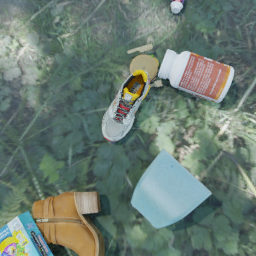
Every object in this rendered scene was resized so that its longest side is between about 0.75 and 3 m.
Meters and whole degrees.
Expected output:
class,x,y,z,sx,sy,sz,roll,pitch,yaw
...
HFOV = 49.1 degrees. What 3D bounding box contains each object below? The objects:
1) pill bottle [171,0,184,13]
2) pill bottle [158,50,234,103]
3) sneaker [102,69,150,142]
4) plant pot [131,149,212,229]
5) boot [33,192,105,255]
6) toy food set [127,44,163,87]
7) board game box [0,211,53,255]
class,x,y,z,sx,sy,sz,roll,pitch,yaw
pill bottle,2.044,-5.215,11.526,0.499,0.499,0.887,13,77,3
pill bottle,2.453,-1.982,10.338,2.487,1.395,1.395,21,78,4
sneaker,-0.134,-0.887,10.155,1.131,1.193,2.905,25,85,5
plant pot,1.177,2.100,9.231,1.954,1.948,1.990,44,88,9
boot,-2.003,3.595,9.179,2.285,1.129,2.943,-8,75,2
toy food set,0.657,-2.335,11.011,1.165,0.339,1.688,-14,88,3
board game box,-3.375,4.193,9.004,1.783,0.554,2.362,-38,79,18
